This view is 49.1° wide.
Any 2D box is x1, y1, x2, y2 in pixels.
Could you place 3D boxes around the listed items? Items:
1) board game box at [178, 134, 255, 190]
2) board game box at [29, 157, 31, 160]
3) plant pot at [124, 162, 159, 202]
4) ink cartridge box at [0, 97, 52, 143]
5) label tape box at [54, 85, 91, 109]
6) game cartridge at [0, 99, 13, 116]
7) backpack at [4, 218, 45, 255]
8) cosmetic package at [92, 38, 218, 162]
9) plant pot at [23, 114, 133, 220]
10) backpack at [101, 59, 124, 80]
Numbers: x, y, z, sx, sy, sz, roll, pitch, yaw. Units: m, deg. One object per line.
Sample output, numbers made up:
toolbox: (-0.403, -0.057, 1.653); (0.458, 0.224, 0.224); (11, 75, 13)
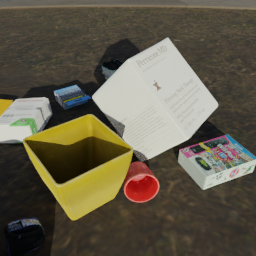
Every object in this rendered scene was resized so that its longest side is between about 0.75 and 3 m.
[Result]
board game box: (2.796, 1.024, 8.886); (1.924, 0.618, 1.419); (-14, 38, -20)
board game box: (-2.180, 0.532, 9.052); (1.970, 0.456, 1.492); (-18, 1, -25)
plant pot: (0.317, 1.475, 8.016); (0.979, 0.979, 0.867); (-5, 27, -7)
ink cartridge box: (-3.877, -0.320, 10.546); (1.422, 0.819, 1.948); (-1, 34, 9)
label tape box: (-2.415, -1.269, 12.299); (1.112, 0.488, 1.542); (-22, 41, -26)
game cartridge: (-6.128, -0.577, 11.465); (2.367, 0.384, 2.086); (4, 35, 2)
backpack: (-2.409, 2.532, 6.583); (0.837, 0.879, 0.677); (-11, 23, -21)
cosmetic package: (0.859, -0.867, 9.087); (2.773, 2.306, 2.320); (52, 49, -2)
plant pot: (-1.286, 1.154, 7.574); (2.099, 1.852, 2.100); (-24, 41, -30)
backpack: (-0.622, -2.863, 14.179); (1.132, 0.987, 1.288); (-21, 29, -25)
